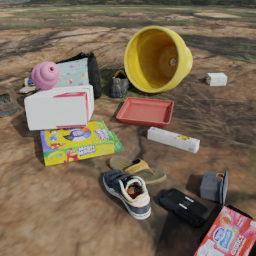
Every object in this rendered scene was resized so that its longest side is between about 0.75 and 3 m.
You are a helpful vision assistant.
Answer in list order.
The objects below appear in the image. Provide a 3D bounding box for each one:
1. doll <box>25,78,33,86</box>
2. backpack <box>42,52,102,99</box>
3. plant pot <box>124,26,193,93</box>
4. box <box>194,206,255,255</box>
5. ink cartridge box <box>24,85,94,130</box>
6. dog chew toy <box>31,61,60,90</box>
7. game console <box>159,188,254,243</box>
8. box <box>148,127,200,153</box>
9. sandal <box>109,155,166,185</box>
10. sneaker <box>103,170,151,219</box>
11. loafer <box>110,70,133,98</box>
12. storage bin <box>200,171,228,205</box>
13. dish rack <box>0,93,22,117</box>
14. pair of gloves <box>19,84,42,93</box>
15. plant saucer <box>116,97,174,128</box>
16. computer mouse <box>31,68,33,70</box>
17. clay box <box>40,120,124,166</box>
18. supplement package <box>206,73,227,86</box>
[{"bbox_3d":[-4.058,-2.320,13.833,1.835,0.445,1.252,-2,17,-6],"label":"doll"},{"bbox_3d":[-2.428,-1.984,11.889,2.450,2.045,1.551,-8,34,-2],"label":"backpack"},{"bbox_3d":[1.697,-3.156,13.282,2.879,2.879,2.708,19,18,29],"label":"plant pot"},{"bbox_3d":[1.780,2.293,5.187,0.712,0.682,1.428,23,54,34],"label":"box"},{"bbox_3d":[-2.252,-0.799,9.879,1.884,1.081,2.594,-4,14,-1],"label":"ink cartridge box"},{"bbox_3d":[-2.791,-1.861,9.691,0.947,0.947,1.521,-17,6,-27],"label":"dog chew toy"},{"bbox_3d":[1.753,2.017,6.463,2.172,0.262,1.281,27,39,36],"label":"game console"},{"bbox_3d":[1.476,0.377,9.231,1.724,0.357,0.334,16,33,27],"label":"box"},{"bbox_3d":[0.205,1.089,7.842,1.797,0.485,0.722,20,35,31],"label":"sandal"},{"bbox_3d":[-0.040,1.430,7.042,0.712,0.721,1.817,-20,34,-29],"label":"sneaker"},{"bbox_3d":[-0.270,-2.300,13.333,0.928,0.922,2.549,2,29,6],"label":"loafer"},{"bbox_3d":[2.193,1.453,7.162,0.589,0.638,0.877,2,28,24],"label":"storage bin"},{"bbox_3d":[-5.103,-0.908,11.430,1.164,0.414,1.518,-26,39,-36],"label":"dish rack"},{"bbox_3d":[-4.210,-1.793,13.148,1.410,0.247,1.199,7,27,7],"label":"pair of gloves"},{"bbox_3d":[0.718,-0.595,10.928,1.965,0.361,1.961,7,30,11],"label":"plant saucer"},{"bbox_3d":[-4.386,-3.316,15.705,1.773,0.408,1.245,4,29,24],"label":"computer mouse"},{"bbox_3d":[-1.484,0.390,8.960,2.445,0.582,1.405,-11,31,-17],"label":"clay box"},{"bbox_3d":[4.445,-2.448,14.069,0.819,0.454,0.638,-2,30,-5],"label":"supplement package"}]
